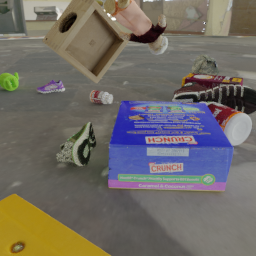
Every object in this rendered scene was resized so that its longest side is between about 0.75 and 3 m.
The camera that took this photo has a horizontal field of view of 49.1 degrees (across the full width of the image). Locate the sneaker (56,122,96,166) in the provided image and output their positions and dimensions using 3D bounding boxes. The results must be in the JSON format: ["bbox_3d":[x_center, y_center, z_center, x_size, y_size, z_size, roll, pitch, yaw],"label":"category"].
[{"bbox_3d":[-1.303,0.344,7.034,0.798,0.693,1.802,-5,20,8],"label":"sneaker"}]

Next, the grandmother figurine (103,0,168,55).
[{"bbox_3d":[0.338,-2.151,5.992,1.090,0.544,1.797,1,-17,36],"label":"grandmother figurine"}]

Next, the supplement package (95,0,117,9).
[{"bbox_3d":[-0.992,-4.626,9.905,1.395,0.794,0.764,18,25,23],"label":"supplement package"}]

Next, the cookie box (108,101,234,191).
[{"bbox_3d":[0.850,0.256,6.618,2.390,1.050,2.794,2,23,4],"label":"cookie box"}]

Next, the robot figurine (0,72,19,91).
[{"bbox_3d":[-5.490,-2.119,12.827,1.071,0.706,1.221,-34,38,-27],"label":"robot figurine"}]

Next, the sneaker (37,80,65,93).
[{"bbox_3d":[-3.441,-1.867,12.451,1.218,0.538,0.490,-10,26,-19],"label":"sneaker"}]

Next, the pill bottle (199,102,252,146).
[{"bbox_3d":[2.569,-0.203,7.938,0.911,0.911,1.612,-10,24,-23],"label":"pill bottle"}]

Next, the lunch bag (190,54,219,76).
[{"bbox_3d":[3.696,-2.779,13.513,1.157,1.392,1.660,1,23,2],"label":"lunch bag"}]

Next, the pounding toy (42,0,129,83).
[{"bbox_3d":[-1.180,-3.325,8.409,1.316,2.877,2.527,39,3,42],"label":"pounding toy"}]

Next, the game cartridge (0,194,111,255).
[{"bbox_3d":[-1.869,1.979,3.397,2.313,0.426,2.624,17,30,34],"label":"game cartridge"}]

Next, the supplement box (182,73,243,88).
[{"bbox_3d":[3.323,-1.546,11.131,2.168,0.929,1.196,11,25,24],"label":"supplement box"}]

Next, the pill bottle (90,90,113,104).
[{"bbox_3d":[-1.027,-1.185,10.887,0.835,0.471,0.471,13,26,26],"label":"pill bottle"}]

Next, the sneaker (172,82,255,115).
[{"bbox_3d":[3.003,-1.220,9.926,2.957,1.119,1.708,1,29,3],"label":"sneaker"}]
